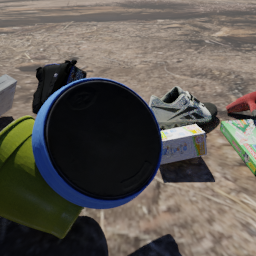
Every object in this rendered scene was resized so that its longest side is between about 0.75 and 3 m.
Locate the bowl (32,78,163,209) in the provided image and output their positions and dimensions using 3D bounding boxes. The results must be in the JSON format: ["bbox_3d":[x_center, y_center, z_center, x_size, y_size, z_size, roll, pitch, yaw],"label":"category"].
[{"bbox_3d":[-0.418,0.195,4.911,2.361,2.361,0.463,-22,-6,-32],"label":"bowl"}]

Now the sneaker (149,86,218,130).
[{"bbox_3d":[1.786,-0.706,8.622,2.678,1.185,0.992,-12,23,-30],"label":"sneaker"}]

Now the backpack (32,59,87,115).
[{"bbox_3d":[-2.159,-1.067,8.835,1.862,1.434,1.774,1,66,42],"label":"backpack"}]

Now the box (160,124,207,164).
[{"bbox_3d":[1.299,0.401,7.168,1.234,0.626,0.694,-11,20,-2],"label":"box"}]

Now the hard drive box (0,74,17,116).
[{"bbox_3d":[-4.005,-0.943,8.726,0.455,1.185,0.924,30,35,1],"label":"hard drive box"}]

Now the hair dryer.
[{"bbox_3d":[3.911,-0.777,8.797,1.499,0.535,1.968,-25,7,-28],"label":"hair dryer"}]

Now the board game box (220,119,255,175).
[{"bbox_3d":[3.650,0.419,7.703,1.454,0.314,2.160,-4,32,-5],"label":"board game box"}]

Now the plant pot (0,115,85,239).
[{"bbox_3d":[-1.593,1.037,5.194,1.803,1.873,1.873,33,36,0],"label":"plant pot"}]
